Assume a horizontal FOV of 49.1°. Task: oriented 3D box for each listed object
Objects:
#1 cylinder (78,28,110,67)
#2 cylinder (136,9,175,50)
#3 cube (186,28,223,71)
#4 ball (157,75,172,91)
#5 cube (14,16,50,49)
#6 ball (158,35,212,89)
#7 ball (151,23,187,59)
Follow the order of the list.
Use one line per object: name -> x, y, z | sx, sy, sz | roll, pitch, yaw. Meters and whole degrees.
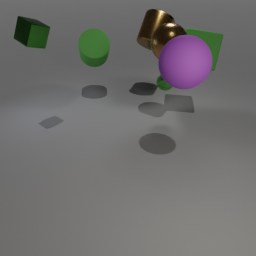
cylinder -> -1.576, -3.703, 13.068 | 1.400, 1.400, 1.400 | -4, -2, -7
cylinder -> 1.257, -4.415, 12.766 | 1.400, 1.400, 1.400 | 19, -1, 0
cube -> 2.867, -3.149, 11.403 | 1.400, 1.400, 1.400 | 12, 12, 3
ball -> 1.508, -1.861, 11.315 | 0.700, 0.700, 0.700 | 0, 29, 0
cube -> -2.917, -2.889, 8.507 | 0.700, 0.700, 0.700 | 34, 26, 26
ball -> 1.506, -1.733, 7.427 | 1.400, 1.400, 1.400 | 0, 29, 0
ball -> 1.539, -3.153, 10.384 | 1.400, 1.400, 1.400 | 0, 29, 0
